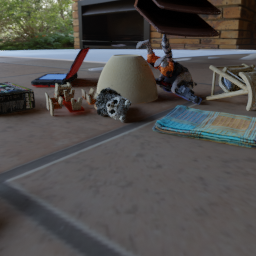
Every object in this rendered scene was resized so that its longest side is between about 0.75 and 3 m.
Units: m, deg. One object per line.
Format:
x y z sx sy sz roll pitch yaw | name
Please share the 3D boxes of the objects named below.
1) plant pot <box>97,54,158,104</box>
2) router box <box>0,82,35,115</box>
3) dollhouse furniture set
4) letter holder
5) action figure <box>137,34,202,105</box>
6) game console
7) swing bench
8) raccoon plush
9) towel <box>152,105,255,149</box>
-0.044 -2.052 11.148 2.482 1.666 2.482 -1 18 0 | plant pot
-4.496 -1.066 9.744 1.639 0.679 2.187 -17 26 -40 | router box
-1.973 -0.895 9.491 1.600 0.824 1.583 -10 33 -27 | dollhouse furniture set
1.980 -4.173 9.473 2.776 1.396 1.973 -9 52 -30 | letter holder
1.900 -2.130 10.847 2.826 1.528 2.922 31 6 -44 | action figure
-3.393 -3.236 14.452 2.572 1.771 2.985 1 18 1 | game console
4.403 -1.599 10.353 2.035 1.328 2.046 -11 22 -30 | swing bench
-0.129 -0.760 8.757 1.217 0.879 1.816 23 28 33 | raccoon plush
2.395 -0.107 7.526 2.907 0.315 2.132 10 22 27 | towel
